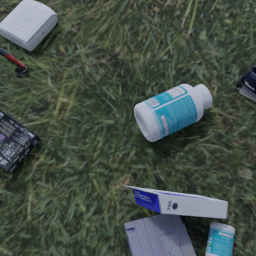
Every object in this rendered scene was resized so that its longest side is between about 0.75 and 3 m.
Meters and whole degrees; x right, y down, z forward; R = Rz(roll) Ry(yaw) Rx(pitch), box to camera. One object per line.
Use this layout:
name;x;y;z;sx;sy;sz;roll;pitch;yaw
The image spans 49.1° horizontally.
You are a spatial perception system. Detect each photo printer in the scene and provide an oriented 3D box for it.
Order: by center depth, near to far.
photo printer;-4.257;-4.548;12.126;1.785;0.745;2.146;29;71;12

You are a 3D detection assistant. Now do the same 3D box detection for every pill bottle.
pill bottle;2.890;3.759;8.837;0.765;0.765;1.381;15;69;6
pill bottle;1.678;-0.655;10.207;2.672;1.480;1.480;-24;70;-9

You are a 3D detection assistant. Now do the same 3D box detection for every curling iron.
curling iron;-5.007;-2.892;11.723;2.244;0.287;0.556;42;75;15

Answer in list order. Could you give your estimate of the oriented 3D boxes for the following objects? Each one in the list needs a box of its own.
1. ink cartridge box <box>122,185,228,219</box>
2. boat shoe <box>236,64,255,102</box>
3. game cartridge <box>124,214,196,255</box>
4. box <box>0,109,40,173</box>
ink cartridge box;1.369;2.220;8.406;2.980;1.482;0.584;14;81;-24
boat shoe;5.630;-1.349;10.555;2.847;1.320;1.063;26;71;10
game cartridge;1.183;4.176;8.527;1.940;0.574;2.992;-8;59;-17
box;-4.559;0.425;10.326;2.026;0.441;1.623;32;72;12
